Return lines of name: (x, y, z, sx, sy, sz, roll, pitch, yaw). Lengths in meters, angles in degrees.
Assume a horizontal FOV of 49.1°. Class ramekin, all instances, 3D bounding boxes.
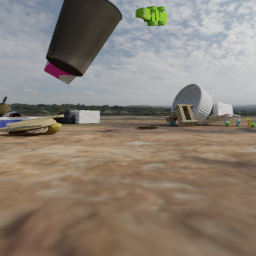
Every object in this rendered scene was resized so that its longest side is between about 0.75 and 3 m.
ramekin: (3.092, -1.056, 13.386, 1.004, 1.913, 1.913, 25, -10, -30)

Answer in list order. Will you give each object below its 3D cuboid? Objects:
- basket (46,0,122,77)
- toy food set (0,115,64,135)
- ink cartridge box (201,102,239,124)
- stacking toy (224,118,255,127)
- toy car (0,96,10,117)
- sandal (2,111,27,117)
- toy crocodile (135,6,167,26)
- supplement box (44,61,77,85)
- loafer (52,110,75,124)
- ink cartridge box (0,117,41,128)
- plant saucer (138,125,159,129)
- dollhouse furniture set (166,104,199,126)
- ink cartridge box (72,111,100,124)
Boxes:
basket: (-1.642, -3.121, 9.537, 2.179, 2.417, 1.644, 21, -7, 13)
toy food set: (-2.593, 0.032, 7.614, 1.491, 0.434, 2.160, -7, 8, 2)
ink cartridge box: (4.242, -0.735, 13.617, 1.173, 0.686, 2.022, 5, -12, -36)
stacking toy: (4.905, -0.257, 12.433, 1.154, 0.360, 1.530, 1, 4, 16)
toy car: (-5.619, -0.796, 12.907, 1.077, 1.365, 1.121, -1, 3, -13)
sandal: (-4.803, -0.447, 11.932, 1.775, 0.509, 0.680, 2, 46, 20)
toy crocodile: (0.979, -4.258, 10.691, 0.642, 0.702, 2.081, 5, 21, 30)
supplement box: (-2.550, -3.333, 12.162, 1.237, 2.444, 1.263, 28, -34, -30)
loafer: (-3.554, -0.615, 15.299, 0.747, 0.742, 2.053, -5, 5, -45)
ink cartridge box: (-4.329, -0.176, 10.107, 2.128, 0.461, 2.089, 0, 2, 33)
plant saucer: (0.739, -0.024, 10.233, 0.804, 0.129, 0.804, -1, 3, 0)
dollhouse furniture set: (2.429, -0.381, 12.613, 0.871, 0.876, 1.243, -1, -26, -21)
ink cartridge box: (-2.551, -0.613, 15.601, 1.220, 0.701, 2.082, -2, 4, -31)
